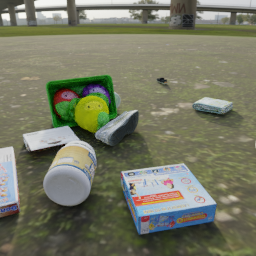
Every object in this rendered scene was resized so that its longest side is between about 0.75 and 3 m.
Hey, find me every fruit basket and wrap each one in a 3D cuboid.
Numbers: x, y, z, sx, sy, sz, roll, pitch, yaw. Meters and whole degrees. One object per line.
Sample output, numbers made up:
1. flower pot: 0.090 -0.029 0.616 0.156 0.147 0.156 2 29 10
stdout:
1. fruit basket: -1.660 -0.929 10.972 2.963 2.137 2.963 -8 8 1

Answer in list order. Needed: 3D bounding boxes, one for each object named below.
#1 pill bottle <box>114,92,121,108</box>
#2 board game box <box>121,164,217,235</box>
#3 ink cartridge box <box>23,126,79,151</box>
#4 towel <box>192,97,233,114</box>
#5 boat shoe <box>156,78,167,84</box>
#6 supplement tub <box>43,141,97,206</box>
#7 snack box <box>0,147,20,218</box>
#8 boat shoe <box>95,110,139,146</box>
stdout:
1. pill bottle: -1.038 -1.451 13.268 0.883 0.883 1.586 -10 25 -22
2. board game box: 0.874 1.603 6.747 1.793 0.501 1.756 -5 25 -12
3. ink cartridge box: -2.613 0.448 9.580 1.636 0.356 1.420 -12 27 -26
4. towel: 3.942 -1.032 12.978 1.528 0.368 1.308 18 26 35
5. boat shoe: 2.110 -2.985 17.457 0.396 0.331 1.063 -12 25 -22
6. supplement tub: -1.396 1.084 7.104 1.102 1.102 1.523 1 26 2
7. snack box: -3.551 1.352 7.488 1.065 0.360 2.964 -10 25 -21
8. boat shoe: -0.289 -0.102 10.288 0.726 0.834 2.264 17 36 25
